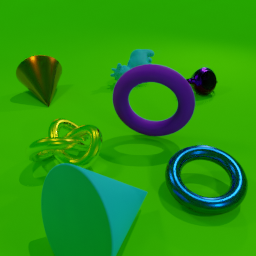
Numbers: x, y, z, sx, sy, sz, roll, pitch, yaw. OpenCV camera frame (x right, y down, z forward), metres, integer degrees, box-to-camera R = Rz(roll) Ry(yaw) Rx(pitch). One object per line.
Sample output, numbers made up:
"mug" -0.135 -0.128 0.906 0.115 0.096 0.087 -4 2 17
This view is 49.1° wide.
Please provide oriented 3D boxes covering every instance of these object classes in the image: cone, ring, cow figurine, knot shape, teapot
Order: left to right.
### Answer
"cone" -2.533 -1.182 8.447 1.405 1.405 1.411 -12 60 -19
"knot shape" -1.260 0.272 5.919 1.563 0.722 1.462 -3 23 3
"cone" -0.208 1.162 4.197 1.543 1.543 1.548 28 24 38
"cow figurine" 0.158 -2.127 9.619 1.456 0.812 1.479 6 61 -8
"ring" 0.544 -0.551 6.158 1.819 1.819 0.364 7 40 11
"teapot" 2.277 -1.455 8.792 1.396 0.868 0.683 -3 6 -27
"ring" 1.384 0.879 5.008 1.438 0.288 1.438 -1 45 1
